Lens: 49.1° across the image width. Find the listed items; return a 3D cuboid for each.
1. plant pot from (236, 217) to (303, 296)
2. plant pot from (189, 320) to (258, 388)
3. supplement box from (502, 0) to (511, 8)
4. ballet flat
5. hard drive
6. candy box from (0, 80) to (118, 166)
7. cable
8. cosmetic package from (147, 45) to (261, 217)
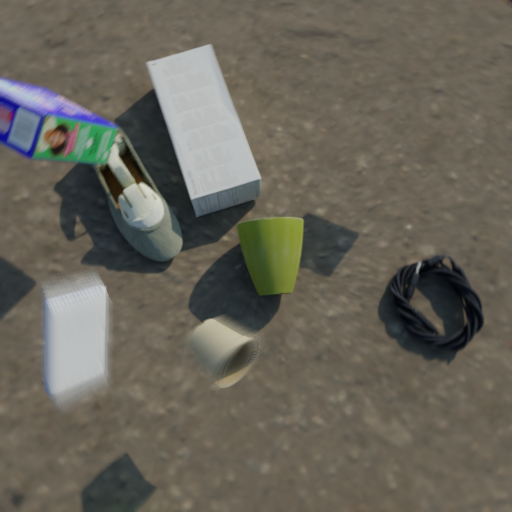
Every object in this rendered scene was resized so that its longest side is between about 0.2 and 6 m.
[{"bbox_3d":[0.269,0.043,9.312,1.122,1.122,1.199,-4,85,-1],"label":"plant pot"},{"bbox_3d":[-0.484,1.247,7.507,0.701,0.766,0.766,33,71,30],"label":"plant pot"},{"bbox_3d":[3.860,-4.086,8.449,1.004,0.554,0.430,41,117,3],"label":"supplement box"},{"bbox_3d":[-2.248,-1.160,9.786,0.965,0.913,2.865,-30,71,-8],"label":"ballet flat"},{"bbox_3d":[-1.742,0.804,5.416,0.120,0.627,0.950,18,111,33],"label":"hard drive"},{"bbox_3d":[-3.172,-1.960,8.141,1.551,1.835,0.707,28,105,12],"label":"candy box"},{"bbox_3d":[2.988,0.799,9.275,1.336,0.416,1.638,-14,69,-5],"label":"cable"},{"bbox_3d":[-0.981,-2.336,10.327,1.273,0.781,3.085,-16,69,-6],"label":"cosmetic package"}]
